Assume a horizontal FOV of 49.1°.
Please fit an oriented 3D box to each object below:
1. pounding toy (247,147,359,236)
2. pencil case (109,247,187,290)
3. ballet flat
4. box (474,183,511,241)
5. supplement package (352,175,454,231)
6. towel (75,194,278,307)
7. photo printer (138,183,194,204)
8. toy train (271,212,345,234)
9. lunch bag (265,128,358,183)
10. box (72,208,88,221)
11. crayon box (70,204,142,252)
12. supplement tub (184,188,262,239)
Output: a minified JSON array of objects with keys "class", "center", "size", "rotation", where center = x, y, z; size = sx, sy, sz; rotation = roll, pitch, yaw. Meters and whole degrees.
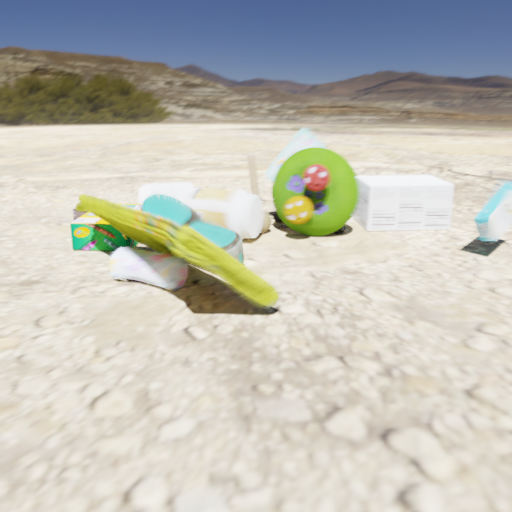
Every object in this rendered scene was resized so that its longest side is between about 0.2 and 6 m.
[{"class":"pounding toy","center":[0.826,-1.258,11.361],"size":[2.396,1.849,1.112],"rotation":[0,9,17]},{"class":"pencil case","center":[-1.722,0.198,8.910],"size":[1.272,0.529,0.577],"rotation":[8,36,27]},{"class":"ballet flat","center":[-1.171,-0.345,9.906],"size":[2.416,0.770,0.814],"rotation":[28,56,35]},{"class":"box","center":[4.485,-0.818,10.283],"size":[1.243,0.511,0.305],"rotation":[-40,26,-29]},{"class":"supplement package","center":[3.283,-1.238,12.783],"size":[1.864,1.034,1.452],"rotation":[-1,17,-4]},{"class":"towel","center":[-1.442,-0.170,8.690],"size":[1.796,0.377,4.173],"rotation":[37,-11,-35]},{"class":"photo printer","center":[-2.087,-1.288,13.399],"size":[1.409,0.489,1.173],"rotation":[-7,39,-25]},{"class":"toy train","center":[1.142,-0.741,12.354],"size":[1.732,0.295,0.397],"rotation":[11,0,25]},{"class":"lunch bag","center":[1.223,-1.875,12.823],"size":[1.696,1.445,1.034],"rotation":[39,15,-9]},{"class":"box","center":[-3.754,-0.911,12.927],"size":[0.937,0.351,0.469],"rotation":[11,20,36]},{"class":"crayon box","center":[-2.898,-0.625,11.550],"size":[1.158,0.568,1.950],"rotation":[1,17,4]},{"class":"supplement tub","center":[-0.674,-0.846,11.433],"size":[1.411,1.021,1.021],"rotation":[6,18,21]}]
